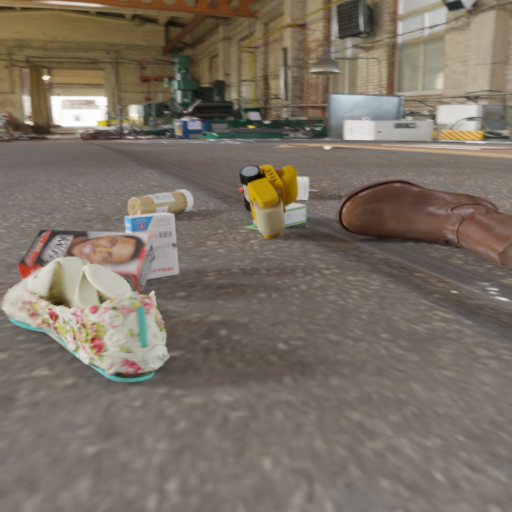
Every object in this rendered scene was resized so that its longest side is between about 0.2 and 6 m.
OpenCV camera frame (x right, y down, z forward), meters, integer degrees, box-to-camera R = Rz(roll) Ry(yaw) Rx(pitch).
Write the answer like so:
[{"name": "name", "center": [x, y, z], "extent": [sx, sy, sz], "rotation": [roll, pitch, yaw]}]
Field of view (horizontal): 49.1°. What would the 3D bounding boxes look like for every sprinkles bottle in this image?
[{"name": "sprinkles bottle", "center": [-2.167, -1.172, 12.792], "extent": [0.532, 0.532, 1.560], "rotation": [12, 19, 38]}]

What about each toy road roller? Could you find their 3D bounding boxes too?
[{"name": "toy road roller", "center": [0.371, -1.156, 10.703], "extent": [1.090, 0.918, 1.494], "rotation": [-18, 45, -8]}]

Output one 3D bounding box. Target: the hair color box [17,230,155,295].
[{"name": "hair color box", "center": [-2.200, 0.079, 7.368], "extent": [1.544, 0.473, 0.784], "rotation": [2, 42, 6]}]

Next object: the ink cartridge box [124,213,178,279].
[{"name": "ink cartridge box", "center": [-1.517, -0.149, 8.124], "extent": [0.653, 0.894, 0.377], "rotation": [-8, 12, -28]}]

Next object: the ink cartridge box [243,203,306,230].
[{"name": "ink cartridge box", "center": [0.403, -0.848, 11.814], "extent": [0.699, 0.399, 1.347], "rotation": [12, 19, 38]}]

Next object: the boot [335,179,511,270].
[{"name": "boot", "center": [3.248, -0.396, 9.056], "extent": [3.165, 1.091, 3.396], "rotation": [-4, 19, -9]}]

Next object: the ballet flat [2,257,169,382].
[{"name": "ballet flat", "center": [-1.786, 0.473, 5.782], "extent": [2.713, 0.867, 1.026], "rotation": [13, 12, 42]}]

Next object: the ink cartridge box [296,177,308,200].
[{"name": "ink cartridge box", "center": [0.775, -1.884, 15.483], "extent": [1.321, 0.555, 0.961], "rotation": [2, 15, 6]}]

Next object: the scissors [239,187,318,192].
[{"name": "scissors", "center": [0.648, -1.973, 16.617], "extent": [2.267, 0.158, 0.829], "rotation": [-4, 13, -9]}]
